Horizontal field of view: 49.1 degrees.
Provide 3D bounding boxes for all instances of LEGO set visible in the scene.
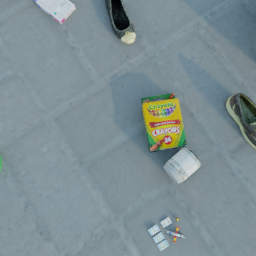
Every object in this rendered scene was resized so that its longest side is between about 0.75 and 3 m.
[{"bbox_3d":[1.446,3.724,9.996,1.172,0.288,0.876,-31,85,-5],"label":"LEGO set"}]

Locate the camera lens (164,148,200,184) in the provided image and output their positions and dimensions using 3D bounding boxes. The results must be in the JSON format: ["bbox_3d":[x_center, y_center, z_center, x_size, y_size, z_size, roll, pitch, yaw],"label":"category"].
[{"bbox_3d":[1.960,1.342,10.099,1.121,0.897,0.897,-40,82,-6],"label":"camera lens"}]

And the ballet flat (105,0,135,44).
[{"bbox_3d":[-0.377,-4.492,11.257,0.822,0.702,2.472,-22,80,-4],"label":"ballet flat"}]

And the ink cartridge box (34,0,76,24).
[{"bbox_3d":[-3.069,-5.132,11.572,1.578,0.331,0.941,39,82,3],"label":"ink cartridge box"}]

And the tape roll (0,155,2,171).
[{"bbox_3d":[-5.398,1.333,10.400,1.335,0.321,1.335,0,80,1],"label":"tape roll"}]

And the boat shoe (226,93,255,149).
[{"bbox_3d":[4.694,-0.147,10.374,0.962,0.885,2.692,-34,81,-6],"label":"boat shoe"}]

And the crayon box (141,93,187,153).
[{"bbox_3d":[1.315,-0.267,10.569,1.387,0.555,2.185,-9,80,-1],"label":"crayon box"}]
